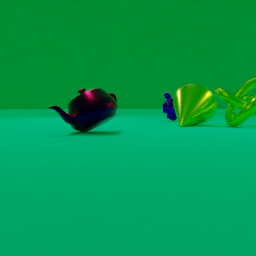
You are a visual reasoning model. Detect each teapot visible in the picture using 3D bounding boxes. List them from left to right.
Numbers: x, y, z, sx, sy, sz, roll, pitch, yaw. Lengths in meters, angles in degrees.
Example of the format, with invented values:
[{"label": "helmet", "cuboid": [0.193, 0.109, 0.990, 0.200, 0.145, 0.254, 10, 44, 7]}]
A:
[{"label": "teapot", "cuboid": [-0.942, -0.474, 6.623, 1.953, 0.956, 1.214, -24, -5, -44]}]

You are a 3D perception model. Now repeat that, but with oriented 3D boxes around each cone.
[{"label": "cone", "cuboid": [1.935, -0.426, 9.072, 1.522, 1.522, 1.528, 2, 32, 31]}]

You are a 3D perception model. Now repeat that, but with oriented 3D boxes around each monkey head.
[{"label": "monkey head", "cuboid": [2.084, -0.905, 12.398, 1.079, 1.499, 0.904, -28, 11, 39]}]

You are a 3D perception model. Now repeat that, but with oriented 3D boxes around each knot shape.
[{"label": "knot shape", "cuboid": [3.682, -0.781, 8.824, 2.038, 0.942, 1.908, 2, 37, 30]}]
